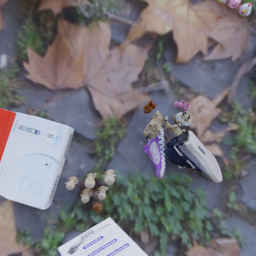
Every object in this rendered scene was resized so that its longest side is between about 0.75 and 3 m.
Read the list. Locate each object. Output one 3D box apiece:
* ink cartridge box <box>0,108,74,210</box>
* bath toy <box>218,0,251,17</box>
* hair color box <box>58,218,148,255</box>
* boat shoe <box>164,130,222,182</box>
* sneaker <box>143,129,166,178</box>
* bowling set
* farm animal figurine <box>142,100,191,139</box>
[{"bbox_3d":[-3.284,0.709,7.914,2.940,0.695,2.354,16,85,0],"label":"ink cartridge box"},{"bbox_3d":[3.181,-3.858,8.460,1.282,0.474,0.557,38,86,3],"label":"bath toy"},{"bbox_3d":[-0.274,2.744,5.155,1.283,2.347,0.761,-24,113,-24],"label":"hair color box"},{"bbox_3d":[1.824,0.915,7.904,0.886,0.714,1.912,-27,114,33],"label":"boat shoe"},{"bbox_3d":[0.760,0.715,8.024,0.623,0.567,1.409,-4,80,6],"label":"sneaker"},{"bbox_3d":[-1.004,1.776,7.901,1.421,0.763,0.989,-5,103,-2],"label":"bowling set"},{"bbox_3d":[1.096,-0.182,8.016,1.480,0.744,1.195,2,62,-20],"label":"farm animal figurine"}]
